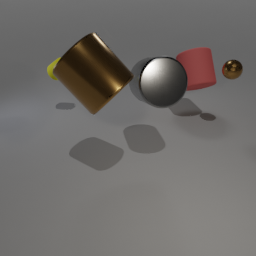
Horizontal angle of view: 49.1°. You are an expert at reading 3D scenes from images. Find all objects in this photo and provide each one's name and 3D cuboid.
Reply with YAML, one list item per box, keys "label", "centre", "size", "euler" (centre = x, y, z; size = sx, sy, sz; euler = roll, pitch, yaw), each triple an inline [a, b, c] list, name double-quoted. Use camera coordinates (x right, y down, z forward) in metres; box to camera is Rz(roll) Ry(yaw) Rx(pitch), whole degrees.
- label: "cylinder"
  centre: [-2.772, -2.373, 11.275]
  size: [0.700, 0.700, 0.700]
  euler: [-22, 11, 40]
- label: "cylinder"
  centre: [2.732, -2.332, 11.264]
  size: [1.400, 1.400, 1.400]
  euler: [-9, -3, 0]
- label: "ball"
  centre: [3.705, -2.071, 9.944]
  size: [0.700, 0.700, 0.700]
  euler: [0, 29, 0]
- label: "cylinder"
  centre: [0.834, -1.357, 8.180]
  size: [1.400, 1.400, 1.400]
  euler: [-6, 13, -10]
- label: "cylinder"
  centre: [-0.816, -1.277, 6.718]
  size: [1.400, 1.400, 1.400]
  euler: [47, 33, -8]
